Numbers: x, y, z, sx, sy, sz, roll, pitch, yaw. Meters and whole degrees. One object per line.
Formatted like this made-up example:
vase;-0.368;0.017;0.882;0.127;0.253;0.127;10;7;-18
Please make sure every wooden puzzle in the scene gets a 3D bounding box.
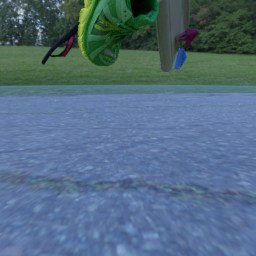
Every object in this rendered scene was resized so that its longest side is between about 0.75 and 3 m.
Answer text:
wooden puzzle;0.983;-2.490;6.210;0.350;2.994;2.020;11;47;21

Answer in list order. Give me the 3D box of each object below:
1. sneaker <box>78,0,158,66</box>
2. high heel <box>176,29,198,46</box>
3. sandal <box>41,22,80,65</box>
sneaker;-0.156;-2.009;5.072;1.227;1.087;2.935;30;-27;3
high heel;1.528;-2.183;6.642;0.500;0.351;1.043;-7;4;29
sandal;-2.275;-3.254;10.646;2.603;0.587;0.978;-42;23;4
